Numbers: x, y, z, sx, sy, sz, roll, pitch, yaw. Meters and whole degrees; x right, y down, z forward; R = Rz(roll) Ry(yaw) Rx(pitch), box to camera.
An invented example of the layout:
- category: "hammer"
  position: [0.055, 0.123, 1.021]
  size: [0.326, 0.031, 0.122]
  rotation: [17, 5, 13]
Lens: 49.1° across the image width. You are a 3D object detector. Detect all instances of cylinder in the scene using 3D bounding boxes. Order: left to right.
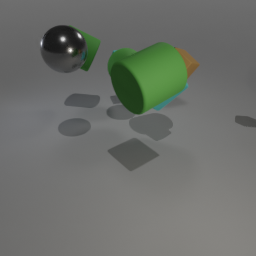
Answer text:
- category: "cylinder"
  position: [-2.028, -3.244, 11.488]
  size: [1.400, 1.400, 1.400]
  rotation: [23, 27, -14]
- category: "cylinder"
  position: [0.511, -1.248, 7.036]
  size: [1.400, 1.400, 1.400]
  rotation: [-31, 41, -23]
- category: "cylinder"
  position: [1.208, -1.584, 10.156]
  size: [1.400, 1.400, 1.400]
  rotation: [-39, 22, 21]

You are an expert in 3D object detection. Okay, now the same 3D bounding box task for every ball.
- category: "ball"
  position: [-1.921, -2.365, 8.454]
  size: [1.400, 1.400, 1.400]
  rotation: [0, 30, 0]
- category: "ball"
  position: [-0.084, -2.343, 10.738]
  size: [1.400, 1.400, 1.400]
  rotation: [0, 30, 0]

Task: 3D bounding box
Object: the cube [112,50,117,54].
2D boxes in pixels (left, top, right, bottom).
- category: "cube"
  position: [-0.292, -2.962, 12.148]
  size: [0.700, 0.700, 0.700]
  rotation: [-10, 1, -10]

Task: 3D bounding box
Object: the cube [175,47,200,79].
- category: "cube"
  position: [1.566, -1.877, 8.365]
  size: [0.700, 0.700, 0.700]
  rotation: [50, 30, 18]
